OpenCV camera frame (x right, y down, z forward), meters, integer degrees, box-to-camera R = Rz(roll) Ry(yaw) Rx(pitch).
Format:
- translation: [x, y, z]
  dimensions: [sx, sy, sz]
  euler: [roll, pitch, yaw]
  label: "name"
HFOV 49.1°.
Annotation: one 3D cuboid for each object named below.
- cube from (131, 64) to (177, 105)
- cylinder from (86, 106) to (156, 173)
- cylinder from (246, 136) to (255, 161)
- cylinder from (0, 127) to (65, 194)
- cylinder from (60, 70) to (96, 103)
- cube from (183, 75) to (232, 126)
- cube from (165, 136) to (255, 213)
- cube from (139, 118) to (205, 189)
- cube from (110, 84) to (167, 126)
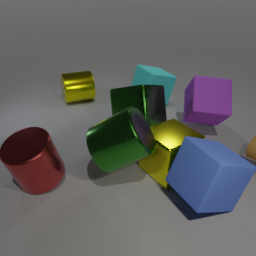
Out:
- translation: [1.135, -2.000, 13.025]
  dimensions: [1.400, 1.400, 1.400]
  euler: [0, 28, -34]
  label: "cube"
- translation: [-0.173, 0.323, 7.612]
  dimensions: [1.400, 1.400, 1.400]
  euler: [-27, 23, 20]
  label: "cylinder"
- translation: [4.038, 0.688, 8.425]
  dimensions: [0.700, 0.700, 0.700]
  euler: [26, 38, 37]
  label: "cylinder"
- translation: [-2.667, 0.924, 7.959]
  dimensions: [1.400, 1.400, 1.400]
  euler: [-6, 44, 6]
  label: "cylinder"
- translation: [-2.397, -1.967, 13.378]
  dimensions: [1.400, 1.400, 1.400]
  euler: [-11, 31, -18]
  label: "cylinder"
- translation: [2.963, -0.998, 10.557]
  dimensions: [1.400, 1.400, 1.400]
  euler: [7, -14, -2]
  label: "cube"
- translation: [2.114, 1.206, 7.325]
  dimensions: [1.400, 1.400, 1.400]
  euler: [9, 21, -34]
  label: "cube"
- translation: [1.299, 0.740, 8.606]
  dimensions: [1.400, 1.400, 1.400]
  euler: [-18, 34, -29]
  label: "cube"
- translation: [0.380, -0.724, 9.726]
  dimensions: [1.400, 1.400, 1.400]
  euler: [-2, 5, 36]
  label: "cube"
